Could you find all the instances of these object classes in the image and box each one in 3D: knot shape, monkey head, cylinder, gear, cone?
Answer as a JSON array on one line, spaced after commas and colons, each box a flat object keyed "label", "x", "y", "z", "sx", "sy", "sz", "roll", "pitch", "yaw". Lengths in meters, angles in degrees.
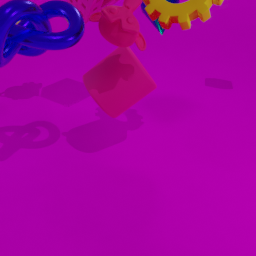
[{"label": "knot shape", "x": -1.922, "y": -1.728, "z": 5.142, "sx": 1.829, "sy": 0.903, "sz": 1.955, "roll": 5, "pitch": 28, "yaw": 45}, {"label": "monkey head", "x": -0.090, "y": -1.851, "z": 4.846, "sx": 1.153, "sy": 0.695, "sz": 0.829, "roll": 30, "pitch": 77, "yaw": -3}, {"label": "cylinder", "x": -0.179, "y": -1.041, "z": 6.246, "sx": 1.210, "sy": 1.210, "sz": 1.210, "roll": -36, "pitch": 35, "yaw": 11}, {"label": "gear", "x": 1.065, "y": -2.738, "z": 5.463, "sx": 1.614, "sy": 1.614, "sz": 0.299, "roll": 18, "pitch": -2, "yaw": 25}, {"label": "cone", "x": 0.939, "y": -3.090, "z": 7.975, "sx": 1.134, "sy": 1.134, "sz": 1.138, "roll": 0, "pitch": 67, "yaw": 0}]

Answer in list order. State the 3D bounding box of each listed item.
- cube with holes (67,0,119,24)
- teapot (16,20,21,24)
[{"label": "cube with holes", "x": -0.877, "y": -3.681, "z": 6.887, "sx": 1.277, "sy": 1.277, "sz": 1.277, "roll": -41, "pitch": 8, "yaw": -15}, {"label": "teapot", "x": -3.021, "y": -2.682, "z": 8.040, "sx": 1.950, "sy": 1.212, "sz": 0.955, "roll": -16, "pitch": 32, "yaw": 16}]
